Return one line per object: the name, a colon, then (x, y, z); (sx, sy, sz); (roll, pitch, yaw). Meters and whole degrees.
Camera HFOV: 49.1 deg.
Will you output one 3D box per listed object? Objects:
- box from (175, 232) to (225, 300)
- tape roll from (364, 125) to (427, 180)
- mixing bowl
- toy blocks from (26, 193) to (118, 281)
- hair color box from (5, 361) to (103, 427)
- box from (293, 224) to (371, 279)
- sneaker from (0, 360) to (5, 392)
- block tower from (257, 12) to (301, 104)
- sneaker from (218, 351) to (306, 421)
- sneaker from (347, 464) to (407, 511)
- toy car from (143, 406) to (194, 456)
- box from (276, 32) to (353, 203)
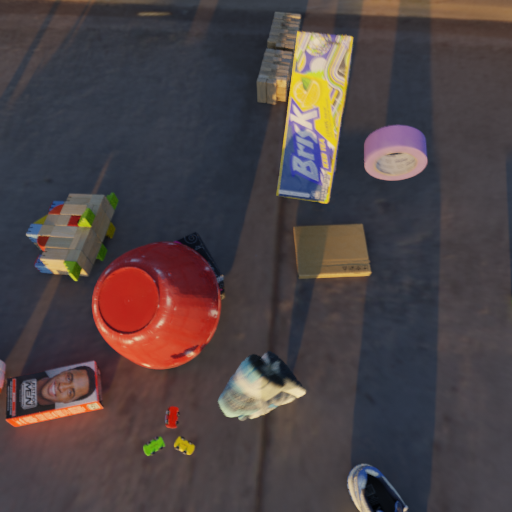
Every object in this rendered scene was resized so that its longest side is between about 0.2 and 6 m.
box: (-1.578, 0.546, 10.432); (1.717, 0.985, 1.134); (-26, 64, -13)
tape roll: (2.753, -2.021, 11.103); (1.196, 1.196, 0.508); (4, 67, 2)
mixing bowl: (-1.894, 0.811, 9.591); (2.323, 1.258, 2.323); (-2, 83, 15)
toy blocks: (-3.806, -0.447, 11.135); (1.445, 1.056, 2.114); (3, 58, 15)
hair color box: (-3.465, 2.371, 9.648); (1.515, 0.464, 0.769); (-11, 59, -7)
box: (1.516, -0.112, 11.300); (1.444, 0.154, 1.180); (-3, 59, -1)
sneaker: (-5.478, 2.303, 9.484); (2.214, 0.806, 0.937); (-6, 57, -5)
block tower: (0.580, -4.895, 13.826); (0.689, 0.738, 2.552); (9, 62, 6)
sneaker: (0.045, 2.121, 8.956); (0.967, 2.240, 0.869); (-45, 65, 6)
sneaker: (2.018, 4.074, 8.424); (0.759, 0.839, 1.970); (-26, 63, -14)
toy car: (-1.449, 2.891, 8.859); (0.768, 0.182, 0.816); (-23, 86, -32)
box: (1.130, -2.638, 10.912); (1.076, 0.987, 3.070); (8, 103, 7)
